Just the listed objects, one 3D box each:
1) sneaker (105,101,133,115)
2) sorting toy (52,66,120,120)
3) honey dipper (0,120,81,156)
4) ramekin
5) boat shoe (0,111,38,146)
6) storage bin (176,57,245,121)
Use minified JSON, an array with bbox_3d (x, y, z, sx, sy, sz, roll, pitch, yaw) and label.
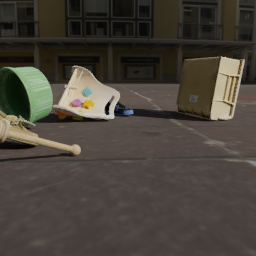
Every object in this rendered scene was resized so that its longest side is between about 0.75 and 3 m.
[{"bbox_3d":[-0.404,-0.827,11.541,1.437,0.560,0.504,6,12,37],"label":"sneaker"},{"bbox_3d":[-1.410,-1.012,10.443,2.055,1.219,2.283,12,50,3],"label":"sorting toy"},{"bbox_3d":[-1.726,0.224,5.186,2.081,0.395,0.395,20,-5,-41],"label":"honey dipper"},{"bbox_3d":[-2.992,-0.942,8.145,1.738,1.738,0.849,8,23,37],"label":"ramekin"},{"bbox_3d":[-2.966,-0.186,6.559,2.083,0.653,0.763,24,-10,7],"label":"boat shoe"},{"bbox_3d":[3.078,-1.552,10.939,1.078,2.284,2.301,5,8,-25],"label":"storage bin"}]
